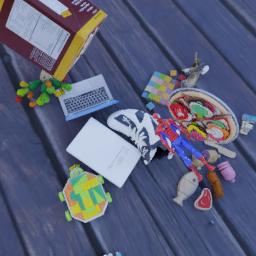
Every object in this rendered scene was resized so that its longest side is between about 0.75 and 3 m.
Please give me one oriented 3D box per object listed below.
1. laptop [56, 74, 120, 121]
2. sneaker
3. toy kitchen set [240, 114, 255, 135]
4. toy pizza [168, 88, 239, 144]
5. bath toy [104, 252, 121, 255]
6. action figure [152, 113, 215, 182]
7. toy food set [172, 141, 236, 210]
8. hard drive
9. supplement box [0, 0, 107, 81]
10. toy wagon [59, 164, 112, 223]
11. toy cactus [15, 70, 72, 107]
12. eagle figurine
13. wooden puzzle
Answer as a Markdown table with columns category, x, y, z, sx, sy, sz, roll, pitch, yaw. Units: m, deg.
| category | x | y | z | sx | sy | sz | roll | pitch | yaw |
| --- | --- | --- | --- | --- | --- | --- | --- | --- | --- |
| laptop | -1.719 | -1.313 | 11.429 | 2.172 | 1.344 | 2.320 | -21 | 68 | -10 |
| sneaker | 0.498 | 0.433 | 10.599 | 2.877 | 1.148 | 1.872 | 16 | 48 | -3 |
| toy kitchen set | 4.930 | -0.204 | 11.271 | 0.533 | 0.725 | 0.905 | 17 | 67 | 8 |
| toy pizza | 2.098 | -0.248 | 8.219 | 2.262 | 2.262 | 0.358 | 34 | 66 | 14 |
| bath toy | -0.921 | 4.657 | 9.237 | 1.571 | 0.683 | 0.581 | -11 | 106 | -5 |
| action figure | 1.648 | 0.496 | 8.867 | 0.826 | 0.653 | 2.525 | -43 | 81 | 8 |
| toy food set | 3.055 | 1.830 | 10.518 | 1.823 | 0.452 | 2.868 | 25 | 68 | 11 |
| hard drive | -0.864 | 0.905 | 10.681 | 2.443 | 0.326 | 1.612 | 35 | 67 | 0 |
| supplement box | -2.755 | -3.791 | 10.037 | 2.928 | 1.944 | 2.888 | 34 | 37 | -12 |
| toy wagon | -1.674 | 2.306 | 10.320 | 1.696 | 0.433 | 2.186 | -23 | 68 | -10 |
| toy cactus | -3.589 | -1.896 | 11.903 | 2.344 | 1.198 | 1.934 | -14 | 54 | 9 |
| eagle figurine | 2.833 | -2.383 | 12.127 | 1.045 | 1.051 | 1.385 | -18 | 39 | 38 |
| wooden puzzle | 1.525 | -1.703 | 12.239 | 1.387 | 0.164 | 2.338 | 25 | 68 | 10 |
